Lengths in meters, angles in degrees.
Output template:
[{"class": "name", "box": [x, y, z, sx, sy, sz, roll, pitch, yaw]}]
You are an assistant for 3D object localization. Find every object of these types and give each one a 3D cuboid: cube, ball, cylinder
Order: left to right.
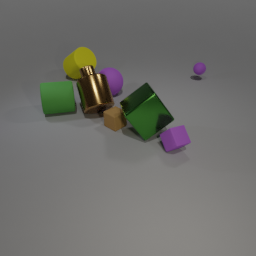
[{"class": "cylinder", "box": [-3.165, -1.378, 12.653, 1.400, 1.400, 1.400, -7, 33, -13]}, {"class": "cylinder", "box": [-2.708, -3.621, 15.699, 1.400, 1.400, 1.400, -31, 10, -39]}, {"class": "cylinder", "box": [-1.877, -2.524, 13.317, 0.700, 0.700, 0.700, -19, -4, -1]}, {"class": "cylinder", "box": [-1.440, -1.495, 12.397, 1.400, 1.400, 1.400, -16, -8, -2]}, {"class": "ball", "box": [-0.935, -2.356, 14.222, 1.400, 1.400, 1.400, 0, 32, 0]}, {"class": "cube", "box": [-0.534, -0.393, 11.763, 0.700, 0.700, 0.700, 28, 43, 37]}, {"class": "cube", "box": [0.706, -0.666, 10.925, 1.400, 1.400, 1.400, -36, 27, 8]}, {"class": "cube", "box": [1.717, 0.383, 10.211, 0.700, 0.700, 0.700, -12, 75, -33]}, {"class": "ball", "box": [4.041, -3.345, 15.796, 0.700, 0.700, 0.700, 0, 32, 0]}]
